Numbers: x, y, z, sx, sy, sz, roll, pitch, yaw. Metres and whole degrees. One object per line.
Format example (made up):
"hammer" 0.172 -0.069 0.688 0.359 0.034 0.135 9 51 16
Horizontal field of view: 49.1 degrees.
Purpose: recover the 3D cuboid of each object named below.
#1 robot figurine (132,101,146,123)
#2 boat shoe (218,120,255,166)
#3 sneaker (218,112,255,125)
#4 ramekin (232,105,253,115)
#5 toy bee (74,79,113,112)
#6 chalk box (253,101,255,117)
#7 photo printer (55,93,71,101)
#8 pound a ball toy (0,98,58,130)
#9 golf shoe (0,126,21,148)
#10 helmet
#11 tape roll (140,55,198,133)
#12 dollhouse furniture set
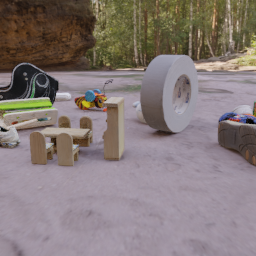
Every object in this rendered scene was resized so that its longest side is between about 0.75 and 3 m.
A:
"robot figurine" 0.924 -0.789 12.369 1.497 0.997 1.765 21 19 10
"boat shoe" 3.711 0.319 8.083 1.058 1.075 2.886 -3 16 -12
"sneaker" 4.475 -0.277 11.303 1.624 0.612 0.637 -2 20 0
"ramekin" 4.878 -0.554 11.915 0.873 0.873 0.407 -1 55 -4
"toy bee" -1.683 -1.386 14.682 1.645 1.366 2.513 -23 1 -38
"chalk box" 5.906 -0.675 11.978 0.978 0.985 1.578 10 16 32
"photo printer" -4.338 -2.022 18.189 1.218 0.423 1.013 -2 15 -4
"pound a ball toy" -3.989 -0.273 10.935 2.459 1.045 1.604 -11 44 -36
"golf shoe" -4.250 0.225 9.083 1.508 0.733 0.591 0 17 6
"helmet" -4.594 -1.576 12.556 2.582 2.461 2.582 28 0 0
"tape roll" 1.645 -1.289 10.590 0.949 2.872 2.872 11 18 35
"dollhouse furniture set" -1.389 -0.044 8.280 2.461 1.635 2.157 2 15 8
